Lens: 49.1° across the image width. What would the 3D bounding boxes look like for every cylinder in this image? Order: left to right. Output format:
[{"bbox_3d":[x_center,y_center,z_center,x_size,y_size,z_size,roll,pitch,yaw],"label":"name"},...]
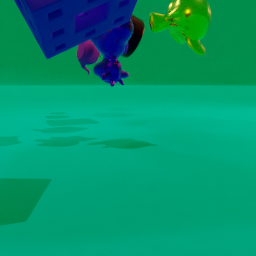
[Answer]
[{"bbox_3d":[-0.362,-3.068,8.809,1.306,1.306,1.306,20,0,-26],"label":"cylinder"}]

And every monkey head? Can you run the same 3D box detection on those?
[{"bbox_3d":[1.076,-2.209,5.642,1.129,1.570,0.946,-14,12,-28],"label":"monkey head"}]

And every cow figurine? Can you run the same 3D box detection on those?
[{"bbox_3d":[-0.301,-1.700,5.975,0.781,1.401,1.424,-16,-15,-41],"label":"cow figurine"}]

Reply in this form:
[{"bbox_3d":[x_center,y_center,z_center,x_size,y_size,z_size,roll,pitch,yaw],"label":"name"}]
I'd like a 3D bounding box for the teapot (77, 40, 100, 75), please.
[{"bbox_3d":[-1.391,-2.685,10.121,0.773,1.579,0.982,8,26,-33],"label":"teapot"}]

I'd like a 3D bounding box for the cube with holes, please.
[{"bbox_3d":[-0.660,-1.670,2.934,1.177,1.177,1.177,-29,1,-11],"label":"cube with holes"}]

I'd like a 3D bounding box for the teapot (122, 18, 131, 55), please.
[{"bbox_3d":[-0.469,-2.762,7.426,0.840,1.715,1.066,-17,17,43],"label":"teapot"}]
